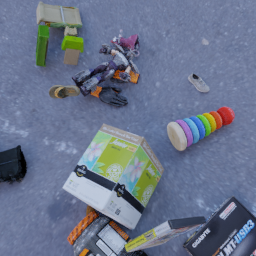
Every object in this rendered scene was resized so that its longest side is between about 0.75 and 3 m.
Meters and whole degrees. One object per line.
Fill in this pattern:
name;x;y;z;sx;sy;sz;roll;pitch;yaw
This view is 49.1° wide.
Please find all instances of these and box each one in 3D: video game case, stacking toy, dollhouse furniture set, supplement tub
video game case;1.127;3.086;8.185;1.760;1.947;0.248;-40;56;28
stacking toy;2.862;-0.146;10.615;2.648;1.130;1.130;-23;71;-12
dollhouse furniture set;-3.043;-4.084;12.302;1.874;1.436;2.861;1;50;-21
supplement tub;-0.576;3.931;8.748;2.568;1.574;1.574;40;74;14

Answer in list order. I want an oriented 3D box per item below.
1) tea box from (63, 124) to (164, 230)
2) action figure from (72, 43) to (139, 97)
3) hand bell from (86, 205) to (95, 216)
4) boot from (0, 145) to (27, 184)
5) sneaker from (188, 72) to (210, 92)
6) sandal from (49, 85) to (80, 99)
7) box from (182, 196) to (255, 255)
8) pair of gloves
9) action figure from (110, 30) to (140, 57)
tea box;-0.304;1.584;8.967;1.621;2.426;2.387;18;68;32
action figure;-0.786;-2.389;11.361;2.892;1.003;1.882;-35;70;-10
hand bell;-1.289;2.414;9.874;0.953;0.953;1.831;1;82;0
boot;-4.805;1.029;10.239;1.866;0.843;2.278;-13;77;-2
sneaker;2.926;-1.873;11.555;1.039;0.426;0.388;40;74;14
sandal;-2.266;-1.211;9.717;1.290;0.518;0.348;1;40;26
box;3.533;3.984;9.261;2.466;0.613;2.447;-40;75;-14
pair of gloves;-0.531;-1.823;11.648;1.669;0.232;1.873;22;72;8
action figure;-0.124;-3.722;12.253;1.338;0.997;0.897;4;37;20
